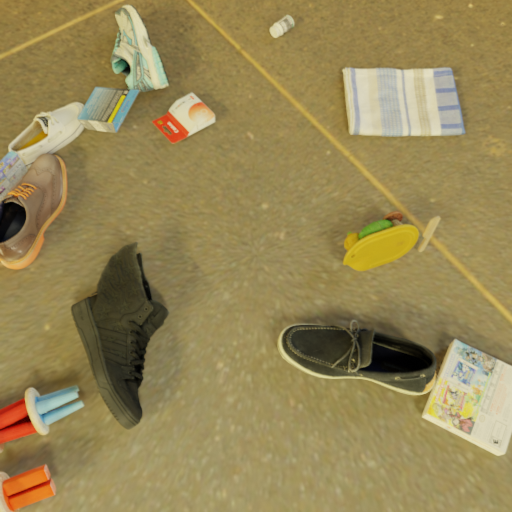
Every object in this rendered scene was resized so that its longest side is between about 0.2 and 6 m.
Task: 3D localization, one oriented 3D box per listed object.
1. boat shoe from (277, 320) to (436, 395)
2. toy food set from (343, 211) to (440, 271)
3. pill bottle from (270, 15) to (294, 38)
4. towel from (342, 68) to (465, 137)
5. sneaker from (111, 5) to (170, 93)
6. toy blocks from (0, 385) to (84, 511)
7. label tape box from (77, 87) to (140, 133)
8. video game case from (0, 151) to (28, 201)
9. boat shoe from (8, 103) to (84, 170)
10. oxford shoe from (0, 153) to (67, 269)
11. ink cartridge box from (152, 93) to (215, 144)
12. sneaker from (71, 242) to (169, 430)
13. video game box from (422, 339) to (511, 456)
[{"bbox_3d":[1.903,1.795,10.461,3.020,0.940,1.127,14,53,8],"label":"boat shoe"},{"bbox_3d":[2.626,-0.397,11.570,2.028,1.193,0.662,-17,55,-11],"label":"toy food set"},{"bbox_3d":[0.676,-6.070,14.844,0.619,0.350,0.350,-41,70,-18],"label":"pill bottle"},{"bbox_3d":[3.566,-3.809,13.719,2.824,0.336,2.074,1,64,0],"label":"towel"},{"bbox_3d":[-3.185,-5.207,14.043,1.170,1.052,2.711,-23,65,-8],"label":"sneaker"},{"bbox_3d":[-4.129,3.453,9.734,2.495,0.906,2.080,-21,65,-10],"label":"toy blocks"},{"bbox_3d":[-3.366,-3.418,13.151,1.390,0.440,1.003,12,69,27],"label":"label tape box"},{"bbox_3d":[-5.480,-1.683,12.331,0.222,0.887,0.978,28,67,13],"label":"video game case"},{"bbox_3d":[-4.838,-2.948,13.032,0.777,0.765,2.190,37,68,17],"label":"boat shoe"},{"bbox_3d":[-4.819,-1.162,11.986,1.006,1.029,2.823,6,63,3],"label":"oxford shoe"},{"bbox_3d":[-1.758,-3.316,13.414,1.229,0.308,0.997,-31,61,-20],"label":"ink cartridge box"},{"bbox_3d":[-2.390,1.441,10.692,1.722,0.992,3.302,-27,63,-8],"label":"sneaker"},{"bbox_3d":[4.095,2.614,10.452,1.495,0.384,1.640,27,66,10],"label":"video game box"}]
